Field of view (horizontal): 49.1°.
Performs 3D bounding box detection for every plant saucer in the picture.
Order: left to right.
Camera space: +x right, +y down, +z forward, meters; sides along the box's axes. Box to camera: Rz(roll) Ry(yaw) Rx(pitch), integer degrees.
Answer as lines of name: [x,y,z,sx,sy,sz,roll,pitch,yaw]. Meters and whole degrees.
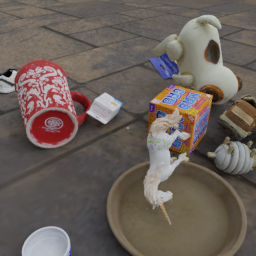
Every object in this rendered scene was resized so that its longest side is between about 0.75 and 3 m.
plant saucer: [0.977,1.727,5.941,2.860,0.421,2.860,0,35,0]

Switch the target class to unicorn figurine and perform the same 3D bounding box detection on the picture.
unicorn figurine: [0.794,0.731,6.059,1.428,2.080,0.768,-23,11,-41]

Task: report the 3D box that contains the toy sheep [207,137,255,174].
toy sheep: [2.615,0.720,6.978,1.329,0.916,0.916,12,35,-3]

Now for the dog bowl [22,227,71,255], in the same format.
dog bowl: [-1.491,2.286,5.195,0.851,0.335,0.851,0,35,0]

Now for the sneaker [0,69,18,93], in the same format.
sneaker: [-4.314,-2.048,11.129,0.702,0.762,1.904,17,36,25]

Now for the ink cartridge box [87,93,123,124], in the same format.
ink cartridge box: [-0.719,-0.646,8.889,0.716,0.422,1.243,32,25,3]

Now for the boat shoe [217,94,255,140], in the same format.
boat shoe: [3.298,-0.380,7.840,1.012,0.988,2.676,41,23,13]

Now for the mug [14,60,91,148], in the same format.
mug: [-2.201,-0.801,8.530,2.300,1.728,2.591,-13,40,-15]

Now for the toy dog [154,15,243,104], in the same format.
toy dog: [2.713,-2.149,9.667,1.974,2.743,2.830,-21,82,-35]

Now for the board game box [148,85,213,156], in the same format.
board game box: [1.468,-0.265,8.016,1.321,1.322,1.320,20,40,27]

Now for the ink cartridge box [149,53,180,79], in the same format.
ink cartridge box: [2.439,-3.046,12.769,2.413,0.567,2.385,-6,35,-12]
